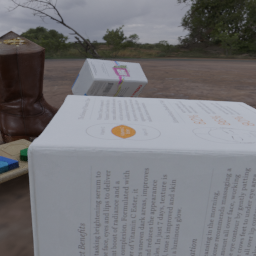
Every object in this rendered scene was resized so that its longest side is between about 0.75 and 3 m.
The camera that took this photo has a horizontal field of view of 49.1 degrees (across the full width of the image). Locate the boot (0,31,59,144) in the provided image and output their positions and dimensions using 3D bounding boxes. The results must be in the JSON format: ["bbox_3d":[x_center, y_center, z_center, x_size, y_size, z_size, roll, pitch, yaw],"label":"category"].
[{"bbox_3d":[-2.018,-0.945,6.873,2.591,2.780,0.893,-14,42,-26],"label":"boot"}]

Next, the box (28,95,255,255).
[{"bbox_3d":[0.497,0.591,3.744,2.964,1.576,2.257,2,18,-3],"label":"box"}]

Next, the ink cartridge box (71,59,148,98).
[{"bbox_3d":[-0.536,-1.246,8.193,1.816,1.312,0.769,-3,60,-35],"label":"ink cartridge box"}]

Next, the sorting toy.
[{"bbox_3d":[-2.100,0.473,5.697,1.610,0.289,2.162,12,21,36],"label":"sorting toy"}]
